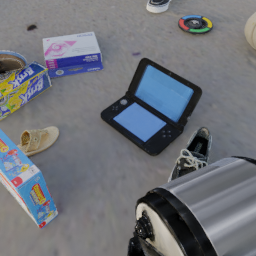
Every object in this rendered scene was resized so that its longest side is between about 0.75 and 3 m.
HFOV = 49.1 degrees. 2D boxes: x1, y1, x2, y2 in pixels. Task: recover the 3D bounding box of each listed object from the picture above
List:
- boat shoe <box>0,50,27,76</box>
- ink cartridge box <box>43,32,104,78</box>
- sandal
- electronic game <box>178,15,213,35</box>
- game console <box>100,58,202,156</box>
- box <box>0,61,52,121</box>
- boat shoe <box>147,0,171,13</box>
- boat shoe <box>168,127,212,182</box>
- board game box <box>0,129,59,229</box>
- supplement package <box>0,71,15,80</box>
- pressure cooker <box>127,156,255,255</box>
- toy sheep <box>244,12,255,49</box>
[{"bbox_3d":[-4.272,-1.933,8.953,2.081,0.752,0.753,-2,58,9],"label":"boat shoe"},{"bbox_3d":[-2.150,-2.892,10.828,2.107,0.465,2.146,-11,49,-10],"label":"ink cartridge box"},{"bbox_3d":[-2.797,0.370,7.888,1.920,0.631,0.704,-35,58,-26],"label":"sandal"},{"bbox_3d":[2.972,-4.572,12.350,1.525,0.317,1.525,0,50,0],"label":"electronic game"},{"bbox_3d":[0.593,-0.698,8.330,2.342,1.363,2.060,36,58,27],"label":"game console"},{"bbox_3d":[-3.640,-1.230,9.143,0.744,0.810,2.313,31,56,24],"label":"box"},{"bbox_3d":[1.760,-6.611,13.667,1.031,0.974,2.874,24,53,19],"label":"boat shoe"},{"bbox_3d":[1.695,0.932,7.286,0.873,0.808,2.365,24,53,19],"label":"boat shoe"},{"bbox_3d":[-2.540,1.101,6.401,1.964,1.923,0.549,37,58,27],"label":"board game box"},{"bbox_3d":[-4.396,-1.891,9.777,0.929,0.714,0.971,30,57,23],"label":"supplement package"},{"bbox_3d":[1.398,2.069,5.179,2.892,2.543,2.583,-18,48,-19],"label":"pressure cooker"},{"bbox_3d":[5.458,-3.863,10.819,1.855,1.855,2.690,-3,32,-2],"label":"toy sheep"}]
